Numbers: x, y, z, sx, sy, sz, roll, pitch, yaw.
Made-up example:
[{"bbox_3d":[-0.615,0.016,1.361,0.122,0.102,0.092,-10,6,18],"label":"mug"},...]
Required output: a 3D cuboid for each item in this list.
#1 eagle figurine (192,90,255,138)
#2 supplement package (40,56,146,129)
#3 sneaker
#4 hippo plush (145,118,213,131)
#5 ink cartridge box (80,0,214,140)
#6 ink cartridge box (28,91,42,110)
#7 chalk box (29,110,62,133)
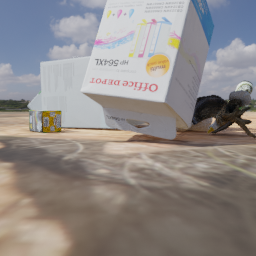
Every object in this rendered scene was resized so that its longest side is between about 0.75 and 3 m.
[{"bbox_3d":[2.054,-0.260,6.223,1.031,1.036,1.366,-15,9,-5],"label":"eagle figurine"},{"bbox_3d":[-1.073,-1.106,9.189,2.789,2.116,2.101,1,5,29],"label":"supplement package"},{"bbox_3d":[2.887,-0.641,7.434,0.474,1.233,0.546,23,28,10],"label":"sneaker"},{"bbox_3d":[1.553,-1.212,7.922,2.733,2.198,2.177,-3,18,-36],"label":"hippo plush"},{"bbox_3d":[0.457,-1.281,5.668,1.779,2.768,1.733,10,-10,28],"label":"ink cartridge box"},{"bbox_3d":[-2.890,-0.977,11.031,0.759,1.319,1.807,42,2,7],"label":"ink cartridge box"},{"bbox_3d":[-2.285,-0.196,7.566,0.583,0.585,0.941,-4,7,-44],"label":"chalk box"}]
